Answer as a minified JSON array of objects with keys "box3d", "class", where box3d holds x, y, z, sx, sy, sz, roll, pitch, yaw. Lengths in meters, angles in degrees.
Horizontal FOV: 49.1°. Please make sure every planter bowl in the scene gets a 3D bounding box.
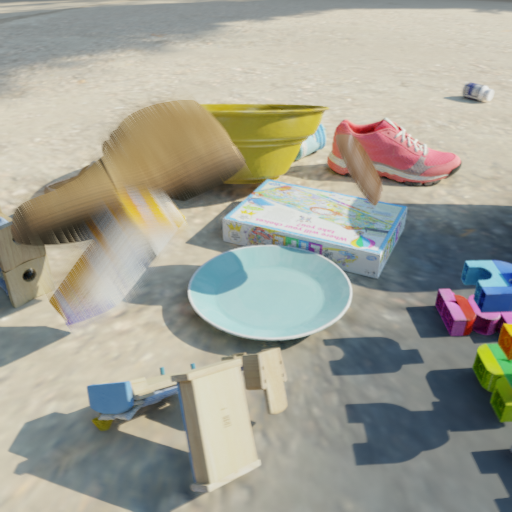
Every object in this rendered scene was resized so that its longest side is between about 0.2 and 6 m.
[{"box3d":[-0.327,-2.368,11.749,3.645,1.518,3.645,1,17,0],"class":"planter bowl"}]

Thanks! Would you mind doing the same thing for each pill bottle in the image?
[{"box3d":[6.918,-5.100,17.470,0.480,0.480,0.864,-25,40,-34],"class":"pill bottle"}]

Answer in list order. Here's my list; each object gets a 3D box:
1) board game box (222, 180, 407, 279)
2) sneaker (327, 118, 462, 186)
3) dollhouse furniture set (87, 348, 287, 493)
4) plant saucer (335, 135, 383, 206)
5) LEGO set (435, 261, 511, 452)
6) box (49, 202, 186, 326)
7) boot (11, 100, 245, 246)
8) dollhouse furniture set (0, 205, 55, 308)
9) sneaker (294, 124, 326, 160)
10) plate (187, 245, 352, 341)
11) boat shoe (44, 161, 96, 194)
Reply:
[{"box3d":[1.085,-0.583,10.129,2.840,0.486,1.909,14,34,22],"class":"board game box"},{"box3d":[3.034,-2.343,12.247,2.917,1.265,1.075,7,32,10],"class":"sneaker"},{"box3d":[-0.766,1.815,6.368,1.732,1.130,1.635,-15,-7,40],"class":"dollhouse furniture set"},{"box3d":[1.527,-1.285,8.092,0.201,1.167,1.167,-28,24,22],"class":"plant saucer"},{"box3d":[3.465,1.108,6.606,1.440,1.338,3.509,-1,33,-2],"class":"LEGO set"},{"box3d":[-1.770,0.108,6.989,0.383,1.846,1.099,47,20,12],"class":"box"},{"box3d":[-1.655,-1.045,6.928,3.018,1.111,1.139,-27,85,-29],"class":"boot"},{"box3d":[-4.278,0.105,8.179,1.366,1.359,1.939,25,39,34],"class":"dollhouse furniture set"},{"box3d":[0.974,-3.043,13.908,1.251,0.762,1.917,-21,47,-27],"class":"sneaker"},{"box3d":[0.204,0.566,8.446,2.450,0.313,2.450,0,31,0],"class":"plate"},{"box3d":[-3.131,-1.431,11.169,0.970,0.837,2.670,17,36,26],"class":"boat shoe"}]
